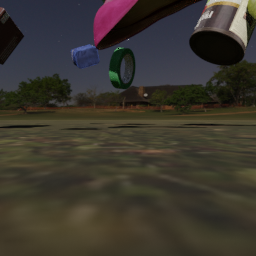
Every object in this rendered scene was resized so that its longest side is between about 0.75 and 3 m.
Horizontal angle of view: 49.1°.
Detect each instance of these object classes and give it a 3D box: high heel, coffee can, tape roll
[{"bbox_3d":[0.708,-2.171,4.991,2.986,1.435,1.007,-3,-25,37],"label":"high heel"},{"bbox_3d":[2.795,-3.016,7.765,1.512,2.066,1.512,25,-12,6],"label":"coffee can"},{"bbox_3d":[-0.177,-2.088,9.885,0.343,1.426,1.426,10,6,24],"label":"tape roll"}]

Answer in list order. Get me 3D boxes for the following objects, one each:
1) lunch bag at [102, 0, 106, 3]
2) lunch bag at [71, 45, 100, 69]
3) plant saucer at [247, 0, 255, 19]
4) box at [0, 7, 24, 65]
[{"bbox_3d":[0.062,-3.661,7.460,1.355,0.970,1.591,12,6,38],"label":"lunch bag"},{"bbox_3d":[-1.633,-2.800,10.835,1.060,0.720,0.701,-20,32,-20],"label":"lunch bag"},{"bbox_3d":[3.650,-3.094,6.541,1.589,1.589,0.247,1,-28,24],"label":"plant saucer"},{"bbox_3d":[-3.225,-2.207,6.342,1.120,0.929,0.919,26,-15,16],"label":"box"}]
